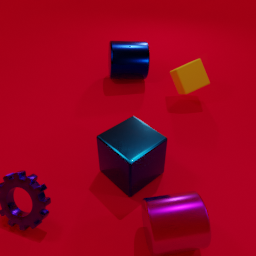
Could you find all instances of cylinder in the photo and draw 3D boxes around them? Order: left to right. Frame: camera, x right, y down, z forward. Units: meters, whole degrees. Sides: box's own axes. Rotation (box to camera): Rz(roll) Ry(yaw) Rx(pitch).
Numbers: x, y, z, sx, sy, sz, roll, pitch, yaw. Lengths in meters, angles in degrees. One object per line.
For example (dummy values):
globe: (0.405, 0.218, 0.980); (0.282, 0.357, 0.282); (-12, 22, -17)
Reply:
cylinder: (0.000, -2.447, 10.132); (1.349, 1.349, 1.349); (-1, 39, -8)
cylinder: (0.870, 1.796, 5.317); (1.060, 1.060, 1.060); (-7, 40, -6)

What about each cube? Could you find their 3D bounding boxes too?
cube: (0.088, 0.642, 6.649); (1.173, 1.173, 1.173); (-30, 48, -31)
cube: (1.993, -1.648, 9.122); (0.853, 0.853, 0.853); (-25, 8, -2)

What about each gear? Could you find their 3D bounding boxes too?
gear: (-2.139, 1.466, 5.685); (1.177, 1.177, 0.218); (14, 12, 16)
